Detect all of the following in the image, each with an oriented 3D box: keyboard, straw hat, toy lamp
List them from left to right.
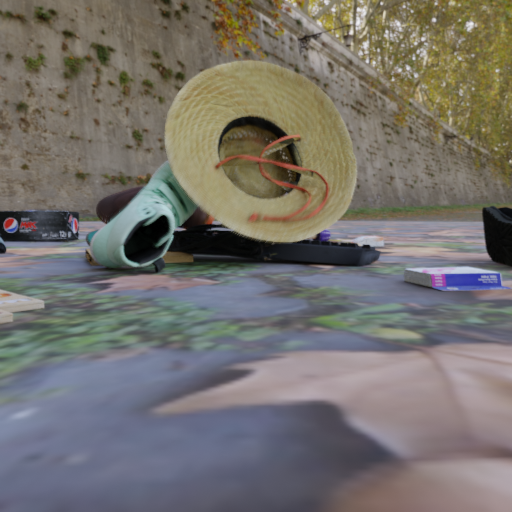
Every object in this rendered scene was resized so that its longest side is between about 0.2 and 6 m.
[{"bbox_3d":[-0.010,-1.555,9.812,3.394,3.394,1.436,-1,-19,-12],"label":"straw hat"},{"bbox_3d":[0.051,-0.409,10.400,4.348,0.862,2.263,4,6,18],"label":"keyboard"},{"bbox_3d":[1.318,-0.556,15.864,1.712,0.498,0.498,-5,6,-25],"label":"toy lamp"}]

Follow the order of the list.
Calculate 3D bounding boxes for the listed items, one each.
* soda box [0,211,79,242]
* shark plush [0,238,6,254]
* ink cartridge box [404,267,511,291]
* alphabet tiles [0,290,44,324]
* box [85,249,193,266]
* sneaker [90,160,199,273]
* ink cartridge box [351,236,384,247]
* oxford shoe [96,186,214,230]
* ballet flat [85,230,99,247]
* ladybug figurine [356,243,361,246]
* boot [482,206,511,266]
[{"bbox_3d":[-6.845,-0.922,17.165,2.669,0.945,0.845,1,2,7],"label":"soda box"},{"bbox_3d":[-6.765,-0.899,12.797,1.753,1.607,3.858,-2,5,-28],"label":"shark plush"},{"bbox_3d":[2.515,0.277,7.052,0.959,0.211,0.976,0,3,-12],"label":"ink cartridge box"},{"bbox_3d":[-3.480,0.476,5.199,2.314,0.104,2.768,-4,6,-44],"label":"alphabet tiles"},{"bbox_3d":[-2.210,0.000,10.433,1.787,0.190,1.461,-1,6,-21],"label":"box"},{"bbox_3d":[-1.330,-0.739,8.937,2.677,0.985,1.579,-48,27,-20],"label":"sneaker"},{"bbox_3d":[2.764,-0.400,15.034,1.125,0.282,0.913,2,4,-2],"label":"ink cartridge box"},{"bbox_3d":[-2.255,-1.011,11.382,2.790,0.993,1.012,0,-3,25],"label":"oxford shoe"},{"bbox_3d":[-2.844,-0.239,12.030,1.597,0.544,0.537,5,-16,-19],"label":"ballet flat"},{"bbox_3d":[2.032,-0.155,12.103,0.464,0.246,0.683,0,5,2],"label":"ladybug figurine"},{"bbox_3d":[5.179,-0.362,9.747,1.928,0.971,2.579,-6,15,5],"label":"boot"}]
